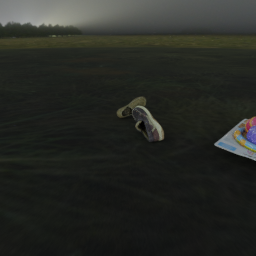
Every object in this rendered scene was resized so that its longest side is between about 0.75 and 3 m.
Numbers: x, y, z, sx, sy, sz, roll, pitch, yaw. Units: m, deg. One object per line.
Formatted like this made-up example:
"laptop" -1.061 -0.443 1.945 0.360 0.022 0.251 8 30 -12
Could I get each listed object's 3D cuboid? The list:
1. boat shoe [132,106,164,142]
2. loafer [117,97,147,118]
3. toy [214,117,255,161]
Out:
"boat shoe" 0.455 -0.134 8.105 0.511 0.567 1.577 -16 41 -21
"loafer" 0.171 -0.672 9.616 1.146 0.436 0.386 -34 22 -3
"toy" 3.431 0.115 6.979 1.590 0.652 2.761 23 24 30
